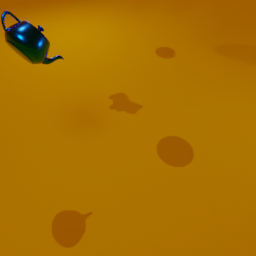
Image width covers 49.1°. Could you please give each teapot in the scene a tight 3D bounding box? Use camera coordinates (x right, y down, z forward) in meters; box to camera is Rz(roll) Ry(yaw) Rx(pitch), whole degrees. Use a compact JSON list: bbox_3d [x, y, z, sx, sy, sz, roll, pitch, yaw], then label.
[{"bbox_3d":[-1.575,-1.413,4.616,0.580,1.184,0.736,-53,34,-9],"label":"teapot"}]
